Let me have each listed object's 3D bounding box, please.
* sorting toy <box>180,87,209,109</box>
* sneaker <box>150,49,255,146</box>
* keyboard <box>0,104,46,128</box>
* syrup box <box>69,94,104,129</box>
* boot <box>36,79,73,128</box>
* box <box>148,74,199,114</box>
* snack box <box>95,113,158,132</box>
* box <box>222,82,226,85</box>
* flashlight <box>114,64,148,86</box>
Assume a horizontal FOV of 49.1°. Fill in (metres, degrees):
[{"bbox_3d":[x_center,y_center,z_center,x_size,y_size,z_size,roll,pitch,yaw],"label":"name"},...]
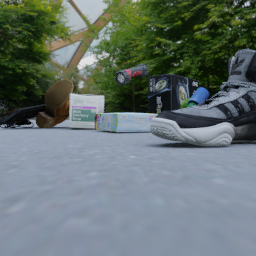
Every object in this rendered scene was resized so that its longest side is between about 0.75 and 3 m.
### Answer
[{"bbox_3d":[1.911,-0.276,6.997,0.842,1.233,2.051,-49,20,-27],"label":"sorting toy"},{"bbox_3d":[1.401,-0.447,4.012,2.349,1.337,0.886,-1,2,-19],"label":"sneaker"},{"bbox_3d":[-3.501,-0.370,10.224,1.427,0.543,2.741,-25,2,19],"label":"keyboard"},{"bbox_3d":[-1.476,-0.555,9.939,1.077,1.114,2.735,2,3,-9],"label":"syrup box"},{"bbox_3d":[-2.426,-0.928,10.359,0.773,2.097,1.623,43,18,7],"label":"boot"},{"bbox_3d":[1.664,-0.875,9.897,0.930,1.769,2.160,1,2,37],"label":"box"},{"bbox_3d":[-0.057,-0.154,7.538,1.262,0.507,1.497,0,3,-28],"label":"snack box"},{"bbox_3d":[5.301,-0.869,10.613,2.720,1.690,2.742,1,3,35],"label":"box"},{"bbox_3d":[0.206,-2.255,11.931,1.859,0.632,0.629,-25,-22,-50],"label":"flashlight"}]
